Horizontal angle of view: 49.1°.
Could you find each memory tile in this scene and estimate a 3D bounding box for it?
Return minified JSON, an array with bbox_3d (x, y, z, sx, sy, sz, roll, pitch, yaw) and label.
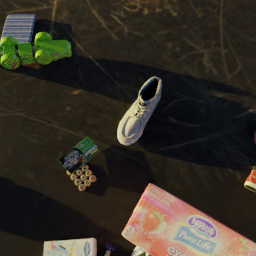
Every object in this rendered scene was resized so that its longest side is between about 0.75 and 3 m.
[{"bbox_3d":[-1.344,1.370,8.124,0.602,0.066,0.786,-37,73,-14],"label":"memory tile"}]

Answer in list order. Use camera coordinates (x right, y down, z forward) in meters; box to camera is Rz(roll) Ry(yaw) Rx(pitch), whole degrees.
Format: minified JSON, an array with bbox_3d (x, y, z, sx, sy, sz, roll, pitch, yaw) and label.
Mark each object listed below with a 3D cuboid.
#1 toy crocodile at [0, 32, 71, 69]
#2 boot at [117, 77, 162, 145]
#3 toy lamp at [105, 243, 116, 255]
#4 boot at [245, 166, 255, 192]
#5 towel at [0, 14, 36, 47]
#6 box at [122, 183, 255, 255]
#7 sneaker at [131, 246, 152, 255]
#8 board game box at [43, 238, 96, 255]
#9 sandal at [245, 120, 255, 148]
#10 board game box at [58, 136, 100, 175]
[{"bbox_3d":[-3.289,-2.480,9.315,2.805,0.866,0.947,-10,68,-9],"label":"toy crocodile"},{"bbox_3d":[0.337,-0.563,8.367,0.796,1.035,2.165,26,71,10],"label":"boot"},{"bbox_3d":[-0.662,3.538,7.136,0.322,0.322,1.106,20,68,8],"label":"toy lamp"},{"bbox_3d":[3.973,1.550,7.888,1.115,0.404,0.804,30,70,15],"label":"boot"},{"bbox_3d":[-3.914,-3.441,10.010,1.102,0.182,1.522,1,67,3],"label":"towel"},{"bbox_3d":[1.439,2.560,6.454,2.840,1.457,1.344,28,82,14],"label":"box"},{"bbox_3d":[0.116,3.689,6.873,0.650,0.661,1.716,19,69,7],"label":"sneaker"},{"bbox_3d":[-1.464,3.513,6.979,1.347,0.278,1.350,-7,63,8],"label":"board game box"},{"bbox_3d":[4.000,0.403,8.359,0.565,0.339,1.503,-13,69,-5],"label":"sandal"},{"bbox_3d":[-1.419,0.796,8.222,1.114,0.131,0.584,-39,78,-21],"label":"board game box"}]
